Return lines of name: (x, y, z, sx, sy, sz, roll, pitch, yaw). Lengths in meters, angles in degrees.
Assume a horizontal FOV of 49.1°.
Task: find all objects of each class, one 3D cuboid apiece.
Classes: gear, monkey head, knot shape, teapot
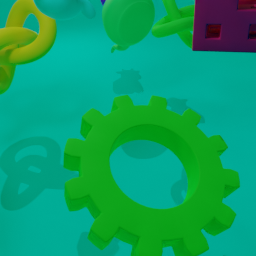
gear: (0.204, 0.368, 2.459, 1.497, 0.277, 1.497, 7, 55, -9)
monkey head: (-0.937, -1.942, 3.900, 1.117, 0.803, 0.673, 1, 53, -41)
knot shape: (-2.344, -1.507, 5.496, 2.026, 0.936, 1.896, -13, 45, 43)
knot shape: (1.108, -1.907, 5.099, 1.248, 0.616, 1.334, 17, 46, -7)
teapot: (-0.069, -2.517, 6.442, 1.258, 2.024, 0.991, -16, 48, -31)

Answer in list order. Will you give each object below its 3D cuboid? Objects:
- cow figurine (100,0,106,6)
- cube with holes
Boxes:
cow figurine: (-0.442, -4.560, 8.996, 0.952, 1.735, 1.707, 11, 7, -7)
cube with holes: (1.381, -1.542, 2.943, 1.192, 1.192, 1.192, 7, 31, 17)
